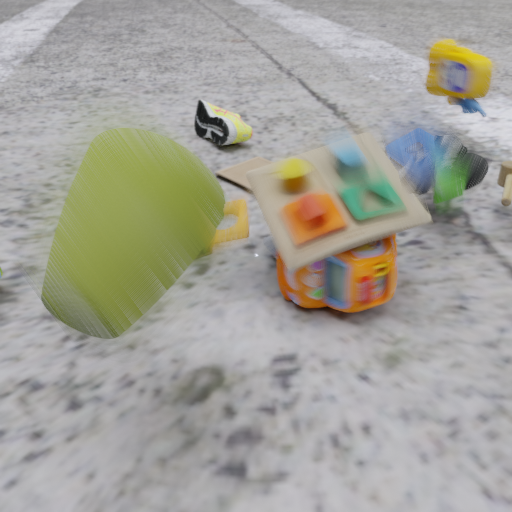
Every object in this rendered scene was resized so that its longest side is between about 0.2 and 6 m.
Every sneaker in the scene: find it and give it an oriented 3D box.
[{"bbox_3d":[3.009,-1.547,8.873,0.718,0.978,2.162,35,-4,-11],"label":"sneaker"},{"bbox_3d":[-0.752,-2.926,12.518,0.882,0.763,1.954,-6,34,-30],"label":"sneaker"}]

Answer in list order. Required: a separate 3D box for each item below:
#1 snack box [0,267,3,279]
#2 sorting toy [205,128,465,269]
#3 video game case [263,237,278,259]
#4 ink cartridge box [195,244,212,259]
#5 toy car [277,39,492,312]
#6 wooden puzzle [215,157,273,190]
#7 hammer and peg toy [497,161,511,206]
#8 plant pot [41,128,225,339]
[{"bbox_3d":[-4.221,0.620,6.663,1.688,0.677,2.002,0,39,-2],"label":"snack box"},{"bbox_3d":[0.924,-0.853,7.026,3.483,0.474,1.961,-19,48,-4],"label":"sorting toy"},{"bbox_3d":[0.793,-0.045,8.165,1.078,0.119,0.983,-9,37,-26],"label":"video game case"},{"bbox_3d":[-1.343,-0.323,8.534,0.947,0.432,1.149,-18,36,-28],"label":"ink cartridge box"},{"bbox_3d":[1.461,-0.811,6.677,1.753,3.574,1.189,5,24,-22],"label":"toy car"},{"bbox_3d":[-0.005,-1.560,10.741,1.119,0.225,1.210,-27,36,-35],"label":"wooden puzzle"},{"bbox_3d":[4.813,-0.655,8.701,2.397,0.845,1.763,22,40,31],"label":"hammer and peg toy"},{"bbox_3d":[-1.066,-0.077,4.459,1.274,1.274,1.362,11,55,16],"label":"plant pot"}]
